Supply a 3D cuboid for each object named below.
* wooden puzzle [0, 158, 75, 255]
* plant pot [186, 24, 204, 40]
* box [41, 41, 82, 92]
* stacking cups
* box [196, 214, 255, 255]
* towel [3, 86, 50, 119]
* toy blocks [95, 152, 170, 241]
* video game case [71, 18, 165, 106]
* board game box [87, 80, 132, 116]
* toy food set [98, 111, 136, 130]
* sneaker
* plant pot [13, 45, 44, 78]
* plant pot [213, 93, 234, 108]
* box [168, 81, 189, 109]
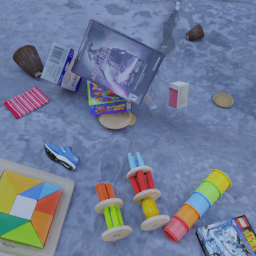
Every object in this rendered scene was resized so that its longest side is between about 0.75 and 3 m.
[{"bbox_3d":[-3.259,2.461,8.670,2.708,0.545,2.928,20,49,-12],"label":"wooden puzzle"},{"bbox_3d":[3.581,-5.090,15.161,0.824,0.770,0.770,-25,54,1],"label":"plant pot"},{"bbox_3d":[-2.662,-2.576,12.075,0.920,1.753,1.612,24,95,16],"label":"box"},{"bbox_3d":[2.217,2.519,9.135,2.745,0.830,0.830,-39,61,-21],"label":"stacking cups"},{"bbox_3d":[3.229,3.904,8.121,1.645,0.479,2.403,-12,53,-10],"label":"box"},{"bbox_3d":[-4.452,-1.151,12.322,1.690,0.190,1.222,-34,60,-24],"label":"towel"},{"bbox_3d":[-0.084,2.095,9.258,2.202,0.960,2.642,-11,52,-9],"label":"toy blocks"},{"bbox_3d":[-0.403,-2.328,10.100,2.873,2.052,0.272,26,21,-2],"label":"video game case"},{"bbox_3d":[-0.876,-1.650,12.212,1.732,0.577,2.576,-8,43,-6],"label":"board game box"},{"bbox_3d":[-0.503,-0.428,11.580,1.415,0.344,1.400,-30,51,-26],"label":"toy food set"},{"bbox_3d":[-2.465,0.957,10.467,1.542,0.605,0.687,31,50,12],"label":"sneaker"},{"bbox_3d":[-4.588,-3.043,13.290,1.193,1.193,1.277,-32,80,-23],"label":"plant pot"},{"bbox_3d":[4.216,-1.213,12.412,0.890,0.122,0.890,0,51,0],"label":"plant pot"},{"bbox_3d":[1.842,-1.218,10.241,0.558,0.873,0.475,-16,28,-34],"label":"box"}]
